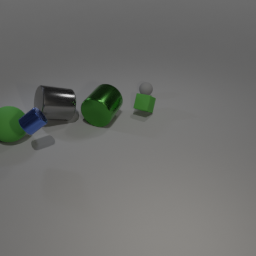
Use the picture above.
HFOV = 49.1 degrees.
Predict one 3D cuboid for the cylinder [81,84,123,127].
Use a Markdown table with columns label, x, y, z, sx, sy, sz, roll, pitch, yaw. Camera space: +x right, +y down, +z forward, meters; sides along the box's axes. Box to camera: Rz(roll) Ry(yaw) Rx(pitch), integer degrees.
| label | x | y | z | sx | sy | sz | roll | pitch | yaw |
| --- | --- | --- | --- | --- | --- | --- | --- | --- | --- |
| cylinder | -1.111 | -0.988 | 12.123 | 1.400 | 1.400 | 1.400 | 11 | 38 | 17 |

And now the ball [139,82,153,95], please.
| label | x | y | z | sx | sy | sz | roll | pitch | yaw |
| --- | --- | --- | --- | --- | --- | --- | --- | --- | --- |
| ball | 0.908 | -1.974 | 14.178 | 0.700 | 0.700 | 0.700 | 0 | 32 | 0 |

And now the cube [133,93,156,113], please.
| label | x | y | z | sx | sy | sz | roll | pitch | yaw |
| --- | --- | --- | --- | --- | --- | --- | --- | --- | --- |
| cube | 0.761 | -1.128 | 12.700 | 0.700 | 0.700 | 0.700 | 14 | 1 | 27 |

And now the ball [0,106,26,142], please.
| label | x | y | z | sx | sy | sz | roll | pitch | yaw |
| --- | --- | --- | --- | --- | --- | --- | --- | --- | --- |
| ball | -4.598 | -0.148 | 10.844 | 1.400 | 1.400 | 1.400 | 0 | 32 | 0 |

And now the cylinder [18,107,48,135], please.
| label | x | y | z | sx | sy | sz | roll | pitch | yaw |
| --- | --- | --- | --- | --- | --- | --- | --- | --- | --- |
| cylinder | -3.278 | -0.240 | 9.685 | 0.700 | 0.700 | 0.700 | -37 | 36 | 3 |

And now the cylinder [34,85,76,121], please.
| label | x | y | z | sx | sy | sz | roll | pitch | yaw |
| --- | --- | --- | --- | --- | --- | --- | --- | --- | --- |
| cylinder | -3.130 | -1.047 | 11.961 | 1.400 | 1.400 | 1.400 | 3 | 26 | -34 |
